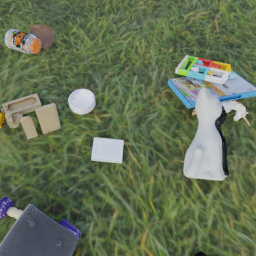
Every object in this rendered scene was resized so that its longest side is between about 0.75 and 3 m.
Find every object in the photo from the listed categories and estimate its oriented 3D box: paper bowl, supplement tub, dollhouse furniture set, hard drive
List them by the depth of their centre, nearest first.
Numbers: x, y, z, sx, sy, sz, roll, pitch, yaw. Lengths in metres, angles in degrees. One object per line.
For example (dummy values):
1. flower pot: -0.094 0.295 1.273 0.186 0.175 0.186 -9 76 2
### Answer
1. hard drive: -2.799 3.923 7.889 2.014 0.632 2.986 28 83 16
2. dollhouse furniture set: -3.759 -0.793 10.511 1.744 1.494 1.834 -21 61 -18
3. paper bowl: -1.833 -1.012 11.260 1.051 0.546 1.051 0 60 0
4. supplement tub: -4.752 -3.901 12.759 1.432 0.877 0.877 18 61 10

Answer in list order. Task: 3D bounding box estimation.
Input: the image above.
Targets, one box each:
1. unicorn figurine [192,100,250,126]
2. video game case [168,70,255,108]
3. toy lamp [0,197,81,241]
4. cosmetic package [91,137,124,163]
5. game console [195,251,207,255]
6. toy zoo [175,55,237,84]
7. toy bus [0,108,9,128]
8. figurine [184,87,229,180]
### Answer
1. unicorn figurine: 3.470 -0.816 10.909 1.672 0.899 2.434 -27 57 -27
2. video game case: 3.350 -1.637 11.258 2.925 0.260 2.093 -11 37 -10
3. toy lamp: -2.813 2.972 8.823 2.752 0.801 0.801 20 62 12
4. cosmetic package: -0.743 0.817 10.278 1.113 0.287 0.839 6 63 -2
5. game console: 2.694 4.869 7.970 2.455 0.296 1.448 34 65 17
6. toy zoo: 3.358 -2.453 11.822 2.346 0.240 1.539 18 41 19
7. toy bus: -5.081 -0.421 10.976 0.814 0.446 0.863 -36 66 -19
8. figurine: 2.547 0.194 8.807 1.179 2.739 2.672 2 85 23
